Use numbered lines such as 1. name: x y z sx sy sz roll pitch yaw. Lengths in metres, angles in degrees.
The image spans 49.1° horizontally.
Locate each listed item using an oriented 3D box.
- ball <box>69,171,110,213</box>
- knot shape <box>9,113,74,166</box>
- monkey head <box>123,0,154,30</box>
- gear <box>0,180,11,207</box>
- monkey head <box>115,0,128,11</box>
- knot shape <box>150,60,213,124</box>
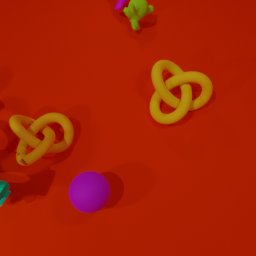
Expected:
1. ball: -0.901 1.506 6.607 0.958 0.958 0.958 0 65 0
2. knot shape: -2.409 0.138 7.367 1.560 0.770 1.667 35 52 18
3. monkey head: 0.337 -3.686 9.024 1.235 0.744 0.889 -23 98 -50
4. gear: -3.556 1.084 6.129 1.930 1.930 0.357 18 53 8
5. monkey head: -0.307 -4.501 9.240 1.009 0.845 1.403 -57 32 4
6. knot shape: 1.490 -1.010 7.827 1.716 0.848 1.834 1 89 1
